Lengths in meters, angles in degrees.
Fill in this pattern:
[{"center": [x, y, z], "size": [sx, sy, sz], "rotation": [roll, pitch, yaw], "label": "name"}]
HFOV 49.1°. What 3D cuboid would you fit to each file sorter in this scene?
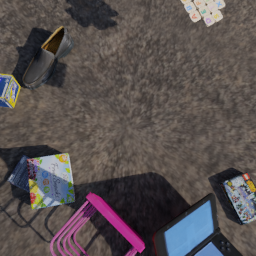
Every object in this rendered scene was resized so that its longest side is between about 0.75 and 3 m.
[{"center": [-0.751, 3.054, 7.566], "size": [1.795, 2.583, 1.620], "rotation": [41, 78, 14], "label": "file sorter"}]

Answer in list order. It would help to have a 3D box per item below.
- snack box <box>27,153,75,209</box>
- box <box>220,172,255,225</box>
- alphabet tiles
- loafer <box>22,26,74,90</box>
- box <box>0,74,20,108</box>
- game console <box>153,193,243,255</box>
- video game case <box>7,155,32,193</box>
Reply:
[{"center": [-2.459, 1.694, 8.992], "size": [1.325, 0.532, 1.572], "rotation": [-8, 77, -10], "label": "snack box"}, {"center": [3.751, 2.259, 9.048], "size": [0.980, 0.286, 1.432], "rotation": [-21, 71, -8], "label": "box"}, {"center": [2.316, -3.919, 8.631], "size": [1.489, 0.111, 1.523], "rotation": [-32, 94, -20], "label": "alphabet tiles"}, {"center": [-3.093, -2.684, 10.482], "size": [0.998, 0.991, 2.741], "rotation": [27, 73, 8], "label": "loafer"}, {"center": [-5.454, -1.473, 10.093], "size": [2.770, 0.891, 0.970], "rotation": [8, 69, 3], "label": "box"}, {"center": [2.087, 3.389, 7.578], "size": [2.453, 1.456, 2.114], "rotation": [-23, 52, -29], "label": "game console"}, {"center": [-3.160, 1.628, 9.359], "size": [1.408, 0.134, 1.006], "rotation": [25, 72, 7], "label": "video game case"}]
